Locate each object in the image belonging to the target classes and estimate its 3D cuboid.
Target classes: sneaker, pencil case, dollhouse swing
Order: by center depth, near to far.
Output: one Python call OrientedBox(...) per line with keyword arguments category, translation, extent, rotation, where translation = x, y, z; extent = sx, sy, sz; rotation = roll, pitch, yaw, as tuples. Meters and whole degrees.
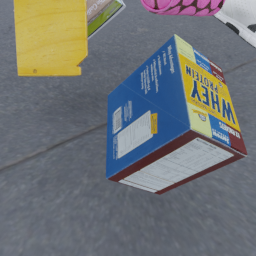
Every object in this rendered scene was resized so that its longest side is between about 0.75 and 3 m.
OrientedBox(category="pencil case", translation=(1.170, -2.630, 5.333), extent=(0.909, 0.938, 2.003), rotation=(35, 37, 28))
OrientedBox(category="dollhouse swing", translation=(-1.447, -1.843, 5.368), extent=(1.554, 1.710, 1.503), rotation=(0, 8, 1))
OrientedBox(category="sneaker", translation=(3.247, -3.391, 8.060), extent=(2.797, 1.119, 1.031), rotation=(45, 35, 18))

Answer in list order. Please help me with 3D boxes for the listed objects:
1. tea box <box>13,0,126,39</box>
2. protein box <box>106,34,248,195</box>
OrientedBox(category="tea box", translation=(-1.481, -3.347, 7.844), extent=(2.231, 1.491, 2.195), rotation=(-35, 11, 17))
OrientedBox(category="protein box", translation=(0.625, -0.118, 4.550), extent=(1.189, 1.762, 1.749), rotation=(23, 49, -32))
